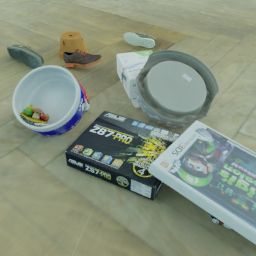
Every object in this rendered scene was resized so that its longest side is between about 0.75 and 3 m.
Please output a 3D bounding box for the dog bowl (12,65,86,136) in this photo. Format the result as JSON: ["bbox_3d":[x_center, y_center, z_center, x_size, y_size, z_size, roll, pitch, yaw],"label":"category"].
[{"bbox_3d":[-2.326,-0.793,8.365,2.016,0.794,2.016,-3,71,9],"label":"dog bowl"}]

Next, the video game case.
[{"bbox_3d":[2.329,1.075,6.588,2.887,0.337,2.625,32,39,20],"label":"video game case"}]

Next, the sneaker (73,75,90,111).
[{"bbox_3d":[-1.991,-1.453,9.658,0.899,0.991,2.334,-26,47,-28],"label":"sneaker"}]

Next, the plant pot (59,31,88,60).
[{"bbox_3d":[-2.445,-3.637,12.261,1.288,0.901,1.288,-1,41,1],"label":"plant pot"}]

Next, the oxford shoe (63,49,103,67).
[{"bbox_3d":[-1.846,-2.837,11.227,1.737,0.630,0.618,-1,32,19],"label":"oxford shoe"}]

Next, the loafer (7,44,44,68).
[{"bbox_3d":[-4.214,-3.147,11.765,2.132,0.802,0.742,27,52,28],"label":"loafer"}]

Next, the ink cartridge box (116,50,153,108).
[{"bbox_3d":[0.571,-1.868,10.236,1.493,0.858,2.549,-10,42,-11],"label":"ink cartridge box"}]

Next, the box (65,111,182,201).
[{"bbox_3d":[-0.056,0.604,7.570,2.554,0.627,2.059,18,41,20],"label":"box"}]

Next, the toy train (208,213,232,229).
[{"bbox_3d":[2.261,1.764,6.397,0.623,0.466,1.092,25,46,13],"label":"toy train"}]

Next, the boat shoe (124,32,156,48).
[{"bbox_3d":[0.569,-4.174,13.167,1.564,0.559,0.467,19,44,12],"label":"boat shoe"}]

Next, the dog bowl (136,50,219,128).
[{"bbox_3d":[1.471,-1.196,8.880,2.692,0.789,2.692,5,62,-10],"label":"dog bowl"}]

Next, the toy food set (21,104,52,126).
[{"bbox_3d":[-2.613,-0.418,8.086,1.138,0.372,0.670,27,13,41],"label":"toy food set"}]
